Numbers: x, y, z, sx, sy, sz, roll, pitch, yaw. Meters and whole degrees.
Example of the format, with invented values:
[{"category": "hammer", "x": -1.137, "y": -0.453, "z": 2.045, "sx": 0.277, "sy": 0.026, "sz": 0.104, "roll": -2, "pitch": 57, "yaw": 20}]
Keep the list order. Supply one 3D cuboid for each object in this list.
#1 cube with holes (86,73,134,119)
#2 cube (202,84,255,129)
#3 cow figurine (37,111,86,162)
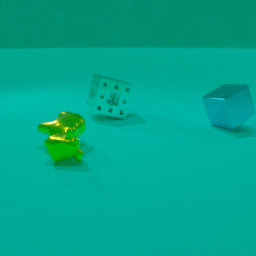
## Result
[{"category": "cube with holes", "x": -0.647, "y": -1.093, "z": 9.517, "sx": 1.162, "sy": 1.162, "sz": 1.162, "roll": 11, "pitch": 12, "yaw": -21}, {"category": "cube", "x": 3.000, "y": -0.671, "z": 8.360, "sx": 0.973, "sy": 0.973, "sz": 0.973, "roll": -30, "pitch": 20, "yaw": -18}, {"category": "cow figurine", "x": -1.387, "y": 0.154, "z": 6.519, "sx": 1.531, "sy": 0.854, "sz": 1.556, "roll": 4, "pitch": 31, "yaw": 34}]
